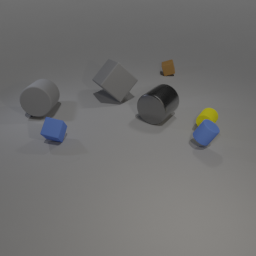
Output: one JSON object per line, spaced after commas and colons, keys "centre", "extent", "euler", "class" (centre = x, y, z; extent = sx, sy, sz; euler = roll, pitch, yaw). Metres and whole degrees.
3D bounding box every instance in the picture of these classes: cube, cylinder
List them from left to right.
{"centre": [-3.961, -1.389, 12.696], "extent": [1.400, 1.400, 1.400], "euler": [1, 23, 2], "class": "cylinder"}
{"centre": [-2.813, 0.074, 10.683], "extent": [0.700, 0.700, 0.700], "euler": [13, 74, 5], "class": "cube"}
{"centre": [-0.659, -2.383, 13.900], "extent": [1.400, 1.400, 1.400], "euler": [-51, 32, 2], "class": "cube"}
{"centre": [1.330, -1.055, 12.281], "extent": [1.400, 1.400, 1.400], "euler": [18, 35, 28], "class": "cylinder"}
{"centre": [2.514, -3.756, 17.459], "extent": [0.700, 0.700, 0.700], "euler": [-12, 31, 15], "class": "cube"}
{"centre": [2.846, 0.164, 10.215], "extent": [0.700, 0.700, 0.700], "euler": [22, 36, -17], "class": "cylinder"}
{"centre": [3.205, -0.365, 11.333], "extent": [0.700, 0.700, 0.700], "euler": [18, 38, 28], "class": "cylinder"}
